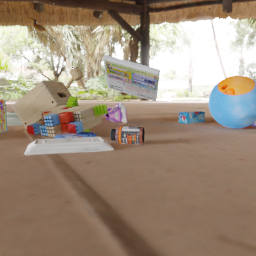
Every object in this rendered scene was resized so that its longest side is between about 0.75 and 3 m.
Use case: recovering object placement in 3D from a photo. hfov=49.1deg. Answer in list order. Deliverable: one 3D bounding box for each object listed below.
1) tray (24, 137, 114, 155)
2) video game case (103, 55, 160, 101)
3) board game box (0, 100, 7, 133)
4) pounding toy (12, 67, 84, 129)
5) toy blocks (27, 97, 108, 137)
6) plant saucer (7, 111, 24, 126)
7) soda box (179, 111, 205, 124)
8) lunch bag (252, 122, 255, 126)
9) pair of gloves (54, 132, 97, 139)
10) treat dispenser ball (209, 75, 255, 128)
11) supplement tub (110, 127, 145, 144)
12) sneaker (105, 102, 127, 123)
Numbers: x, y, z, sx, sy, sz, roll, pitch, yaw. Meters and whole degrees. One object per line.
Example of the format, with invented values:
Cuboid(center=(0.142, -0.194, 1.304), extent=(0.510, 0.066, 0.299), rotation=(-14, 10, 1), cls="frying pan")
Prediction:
Cuboid(center=(-1.534, 0.429, 7.354), extent=(2.166, 0.240, 1.163), rotation=(-2, 6, -15), cls="tray")
Cuboid(center=(0.176, -2.266, 13.072), extent=(2.584, 0.285, 2.352), rotation=(17, -23, 10), cls="video game case")
Cuboid(center=(-5.350, -0.339, 9.522), extent=(1.237, 1.215, 2.359), rotation=(1, 7, 9), cls="board game box")
Cuboid(center=(-2.912, -1.282, 12.060), extent=(2.875, 1.316, 2.526), rotation=(-35, -3, 16), cls="pounding toy")
Cuboid(center=(-2.277, -0.270, 9.774), extent=(2.656, 1.327, 1.815), rotation=(2, 18, 34), cls="toy blocks")
Cuboid(center=(-5.158, -0.502, 13.484), extent=(2.278, 0.572, 2.278), rotation=(0, 7, 0), cls="plant saucer")
Cuboid(center=(3.163, -0.534, 13.827), extent=(1.565, 0.531, 0.502), rotation=(-6, 9, -43), cls="soda box")
Cuboid(center=(5.820, -0.400, 12.417), extent=(0.821, 0.618, 0.386), rotation=(-3, 7, -24), cls="lunch bag")
Cuboid(center=(-1.671, 0.263, 9.076), extent=(1.038, 0.147, 1.291), rotation=(6, 9, 32), cls="pair of gloves")
Cuboid(center=(4.452, -1.071, 11.532), extent=(2.186, 2.186, 2.186), rotation=(0, 7, 0), cls="treat dispenser ball")
Cuboid(center=(-0.015, 0.208, 8.065), extent=(0.944, 0.505, 0.505), rotation=(1, 7, 11), cls="supplement tub")
Cuboid(center=(-0.694, -0.766, 14.440), extent=(1.049, 0.954, 2.372), rotation=(-8, 9, -7), cls="sneaker")
